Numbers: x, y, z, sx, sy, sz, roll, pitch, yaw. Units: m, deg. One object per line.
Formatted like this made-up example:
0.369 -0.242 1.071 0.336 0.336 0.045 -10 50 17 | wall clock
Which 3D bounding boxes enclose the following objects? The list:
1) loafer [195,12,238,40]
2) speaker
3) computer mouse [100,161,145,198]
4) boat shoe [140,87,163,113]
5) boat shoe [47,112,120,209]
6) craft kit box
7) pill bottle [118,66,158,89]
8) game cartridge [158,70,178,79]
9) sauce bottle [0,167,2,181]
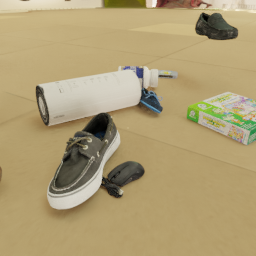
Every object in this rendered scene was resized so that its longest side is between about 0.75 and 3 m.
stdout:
3.068 -3.617 9.891 0.813 0.840 2.394 -7 28 -11 | loafer
-1.075 -0.939 8.114 2.872 1.166 1.166 -16 32 -27 | speaker
-0.076 0.912 5.555 0.722 0.275 1.043 24 36 39 | computer mouse
0.645 -0.930 8.578 0.623 0.508 1.481 34 6 -39 | boat shoe
-0.830 0.437 5.611 0.950 0.900 2.718 -3 24 22 | boat shoe
3.029 -0.373 7.855 1.961 0.476 1.937 -20 31 -34 | craft kit box
0.356 -1.805 10.111 1.407 0.842 0.842 0 28 1 | pill bottle
1.582 -2.238 11.664 0.956 0.194 0.638 5 25 10 | game cartridge
-3.546 0.541 5.686 2.589 0.855 0.855 21 34 34 | sauce bottle
